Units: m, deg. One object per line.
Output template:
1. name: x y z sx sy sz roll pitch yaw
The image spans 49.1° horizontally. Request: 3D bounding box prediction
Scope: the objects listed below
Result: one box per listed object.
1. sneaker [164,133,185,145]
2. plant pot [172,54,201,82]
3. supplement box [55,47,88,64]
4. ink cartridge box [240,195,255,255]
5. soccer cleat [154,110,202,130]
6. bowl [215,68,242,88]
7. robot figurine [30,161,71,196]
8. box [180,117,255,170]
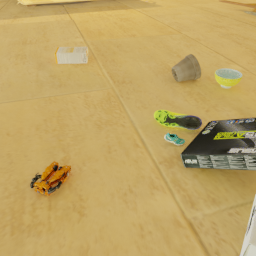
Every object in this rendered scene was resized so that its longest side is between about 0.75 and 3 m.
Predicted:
1. sneaker: 1.655 0.376 9.757 0.785 0.313 0.304 16 43 -14
2. plant pot: 2.846 -2.891 14.027 1.134 1.307 1.307 -23 38 -4
3. supplement box: -3.251 -4.242 16.332 1.798 0.661 1.133 -1 35 -2
4. ink cartridge box: 3.765 2.366 6.359 1.834 1.065 2.542 18 38 24
5. soccer cleat: 1.923 -0.299 10.838 1.884 0.609 0.788 13 6 25
6. bowl: 4.795 -2.325 13.532 1.260 0.678 1.260 0 36 0
7. robot figurine: -2.250 1.501 8.243 0.913 0.367 1.260 13 36 18
8. box: 3.304 0.431 8.791 2.523 0.599 2.437 -4 22 43
